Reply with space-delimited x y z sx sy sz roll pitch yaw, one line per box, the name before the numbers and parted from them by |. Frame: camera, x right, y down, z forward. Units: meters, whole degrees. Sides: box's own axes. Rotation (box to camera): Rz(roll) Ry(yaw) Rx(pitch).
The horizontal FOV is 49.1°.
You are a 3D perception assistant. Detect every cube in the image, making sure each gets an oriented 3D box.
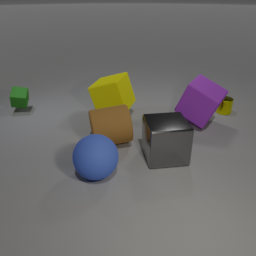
cube | -4.999 -1.409 12.921 0.700 0.700 0.700 4 52 -11
cube | 1.284 0.385 9.518 1.400 1.400 1.400 -4 28 -7
cube | -0.662 -1.457 12.224 1.400 1.400 1.400 -8 24 24
cube | 3.018 -1.117 11.557 1.400 1.400 1.400 35 40 13

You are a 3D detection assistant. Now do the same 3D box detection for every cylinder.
cylinder | -0.640 -0.073 10.279 1.400 1.400 1.400 -11 29 -9
cylinder | 4.505 -1.056 13.060 0.700 0.700 0.700 0 27 0

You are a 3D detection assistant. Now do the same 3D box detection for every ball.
ball | -0.990 0.886 8.564 1.400 1.400 1.400 0 27 0
